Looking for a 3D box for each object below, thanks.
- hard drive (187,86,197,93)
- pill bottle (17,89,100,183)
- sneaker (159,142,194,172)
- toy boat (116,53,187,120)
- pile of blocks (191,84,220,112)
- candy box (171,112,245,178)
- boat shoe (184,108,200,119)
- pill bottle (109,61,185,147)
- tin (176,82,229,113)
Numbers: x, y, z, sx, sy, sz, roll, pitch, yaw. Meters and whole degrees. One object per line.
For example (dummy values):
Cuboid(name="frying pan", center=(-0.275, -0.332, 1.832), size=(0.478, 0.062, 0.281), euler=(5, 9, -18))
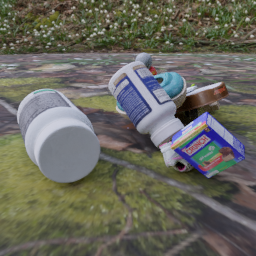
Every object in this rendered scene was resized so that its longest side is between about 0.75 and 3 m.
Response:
Cuboid(name="hard drive", center=(2.029, -1.294, 9.930), size=(0.756, 0.101, 0.498), euler=(-27, 10, -32))
Cuboid(name="pill bottle", center=(-1.526, 0.071, 5.933), size=(1.361, 1.361, 2.406), euler=(-8, 23, -24))
Cuboid(name="sneaker", center=(1.198, 0.663, 5.803), size=(1.216, 0.536, 0.495), euler=(10, -25, -22))
Cuboid(name="toy boat", center=(0.627, -1.369, 8.854), size=(2.286, 1.264, 2.719), euler=(-20, 32, 17))
Cuboid(name="pile of blocks", center=(2.729, -1.311, 10.756), size=(0.916, 0.693, 2.231), euler=(-41, 29, -6))
Cuboid(name="candy box", center=(1.478, 0.348, 5.214), size=(1.039, 0.878, 0.400), euler=(39, 38, -12))
Cuboid(name="boat shoe", center=(2.071, -0.543, 9.339), size=(0.374, 0.443, 1.243), euler=(-7, 8, 0))
Cuboid(name="pill bottle", center=(0.483, -0.565, 7.001), size=(1.117, 1.117, 2.013), euler=(-20, 70, -46))
Cuboid(name="tin", center=(2.139, -0.959, 9.192), size=(1.422, 0.532, 2.539), euler=(-19, 4, -25))
